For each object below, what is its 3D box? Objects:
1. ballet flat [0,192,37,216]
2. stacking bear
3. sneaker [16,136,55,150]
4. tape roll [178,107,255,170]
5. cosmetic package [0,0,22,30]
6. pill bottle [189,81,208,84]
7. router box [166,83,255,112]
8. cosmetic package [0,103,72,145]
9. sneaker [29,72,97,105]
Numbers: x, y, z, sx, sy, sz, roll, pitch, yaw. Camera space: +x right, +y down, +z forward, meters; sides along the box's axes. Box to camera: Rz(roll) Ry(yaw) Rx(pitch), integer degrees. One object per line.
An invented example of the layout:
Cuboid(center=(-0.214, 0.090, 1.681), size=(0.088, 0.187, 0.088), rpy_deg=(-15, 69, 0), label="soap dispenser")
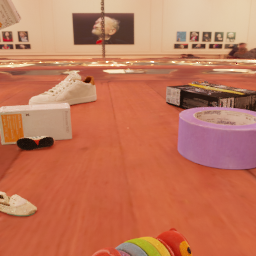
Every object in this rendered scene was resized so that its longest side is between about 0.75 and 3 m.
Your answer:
Cuboid(center=(-1.744, 1.087, 4.083), size=(0.850, 0.265, 0.287), rpy_deg=(4, 17, 12), label="ballet flat")
Cuboid(center=(0.209, 1.341, 2.717), size=(1.121, 0.681, 0.637), rpy_deg=(-7, -23, -43), label="stacking bear")
Cuboid(center=(-2.148, 0.351, 6.583), size=(0.861, 0.303, 0.403), rpy_deg=(-5, -1, -7), label="sneaker")
Cuboid(center=(2.112, 0.141, 6.221), size=(1.965, 0.835, 1.965), rpy_deg=(-1, 17, 0), label="tape roll")
Cuboid(center=(-3.761, -3.685, 7.340), size=(0.875, 2.120, 0.537), rpy_deg=(-21, 35, 3), label="cosmetic package")
Cuboid(center=(3.495, -2.074, 14.004), size=(1.001, 0.532, 0.532), rpy_deg=(-5, 18, -13), label="pill bottle")
Cuboid(center=(3.135, -1.118, 10.484), size=(2.217, 0.736, 2.819), rpy_deg=(-9, 19, -27), label="router box")
Cuboid(center=(-2.298, -0.123, 7.059), size=(1.677, 0.851, 0.598), rpy_deg=(-5, 18, -14), label="cosmetic package")
Cuboid(center=(-2.529, -1.510, 10.956), size=(1.079, 1.255, 2.965), rpy_deg=(17, 25, 39), label="sneaker")
